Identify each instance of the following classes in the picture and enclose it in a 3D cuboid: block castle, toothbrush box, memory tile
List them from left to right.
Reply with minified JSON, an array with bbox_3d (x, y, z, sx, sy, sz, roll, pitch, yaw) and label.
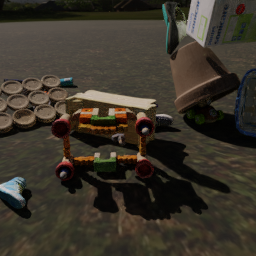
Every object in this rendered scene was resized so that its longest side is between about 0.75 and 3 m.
[{"bbox_3d":[-3.376,-0.900,9.515,2.818,0.237,2.160,-15,56,-31],"label":"memory tile"},{"bbox_3d":[-0.533,0.403,6.382,2.232,1.491,1.047,-1,20,-3],"label":"block castle"},{"bbox_3d":[3.305,-3.623,8.120,2.767,2.015,1.191,-10,43,-16],"label":"toothbrush box"}]

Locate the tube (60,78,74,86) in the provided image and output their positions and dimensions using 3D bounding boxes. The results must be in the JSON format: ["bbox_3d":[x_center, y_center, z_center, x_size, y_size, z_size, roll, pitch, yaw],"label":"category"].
[{"bbox_3d":[-3.203,-2.083,12.894,1.356,0.342,0.525,-5,19,0],"label":"tube"}]

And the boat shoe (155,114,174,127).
[{"bbox_3d":[0.842,-0.155,8.850,1.146,0.428,0.531,7,40,17],"label":"boat shoe"}]

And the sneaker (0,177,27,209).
[{"bbox_3d":[-2.267,1.291,5.812,0.889,0.354,0.580,19,33,32],"label":"sneaker"}]

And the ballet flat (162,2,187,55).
[{"bbox_3d":[1.611,-3.493,9.542,0.752,0.747,2.198,-4,67,7],"label":"ballet flat"}]

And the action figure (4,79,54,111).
[{"bbox_3d":[-3.698,-1.300,10.594,1.891,0.989,1.829,3,17,-21],"label":"action figure"}]

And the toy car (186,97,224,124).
[{"bbox_3d":[2.596,-0.855,9.280,0.984,1.198,0.945,-11,28,-22],"label":"toy car"}]

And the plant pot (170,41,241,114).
[{"bbox_3d":[2.310,-1.742,9.262,2.200,1.919,2.200,-23,-5,-2],"label":"plant pot"}]

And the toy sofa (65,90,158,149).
[{"bbox_3d":[-0.464,-0.329,8.331,2.629,1.089,1.283,11,24,22],"label":"toy sofa"}]

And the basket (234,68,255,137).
[{"bbox_3d":[3.921,-0.608,7.819,1.724,2.185,2.478,6,8,11],"label":"basket"}]
